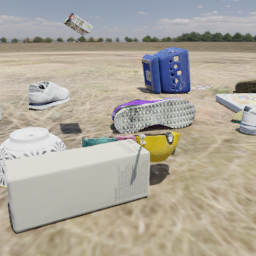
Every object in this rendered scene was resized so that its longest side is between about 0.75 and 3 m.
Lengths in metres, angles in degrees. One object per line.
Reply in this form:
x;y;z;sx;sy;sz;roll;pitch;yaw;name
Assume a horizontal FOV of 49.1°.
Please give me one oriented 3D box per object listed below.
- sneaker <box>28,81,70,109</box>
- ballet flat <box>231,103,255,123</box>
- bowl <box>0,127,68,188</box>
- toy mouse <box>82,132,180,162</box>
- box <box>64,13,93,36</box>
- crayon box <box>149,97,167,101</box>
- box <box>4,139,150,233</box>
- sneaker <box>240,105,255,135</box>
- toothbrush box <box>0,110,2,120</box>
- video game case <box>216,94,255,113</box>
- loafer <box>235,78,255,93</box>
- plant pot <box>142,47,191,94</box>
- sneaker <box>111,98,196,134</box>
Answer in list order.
-3.013;-1.401;10.997;0.900;0.949;2.357;3;17;16;sneaker
4.205;-0.480;8.747;1.869;0.661;0.661;2;19;6;ballet flat
-1.953;0.462;5.663;1.671;0.784;1.671;-1;18;0;bowl
-0.051;0.404;5.782;2.434;0.530;2.738;-5;-1;33;toy mouse
-1.214;-2.485;6.764;0.563;0.177;1.022;28;4;-23;box
1.067;-0.861;10.322;1.107;0.323;0.658;-13;23;-34;crayon box
-0.745;0.823;4.453;2.155;0.885;0.737;-7;20;-25;box
4.338;-0.309;7.848;2.389;0.846;0.872;-4;19;-11;sneaker
-4.955;-0.510;8.775;1.523;0.649;1.115;11;22;26;toothbrush box
4.908;-0.907;10.512;2.350;0.296;2.582;-1;18;-5;video game case
6.061;-2.051;13.200;2.034;0.773;0.686;2;24;6;loafer
1.746;-2.694;13.392;1.788;1.988;1.988;-12;21;-10;plant pot
0.711;-0.524;8.430;2.555;0.888;1.271;-5;18;-14;sneaker
